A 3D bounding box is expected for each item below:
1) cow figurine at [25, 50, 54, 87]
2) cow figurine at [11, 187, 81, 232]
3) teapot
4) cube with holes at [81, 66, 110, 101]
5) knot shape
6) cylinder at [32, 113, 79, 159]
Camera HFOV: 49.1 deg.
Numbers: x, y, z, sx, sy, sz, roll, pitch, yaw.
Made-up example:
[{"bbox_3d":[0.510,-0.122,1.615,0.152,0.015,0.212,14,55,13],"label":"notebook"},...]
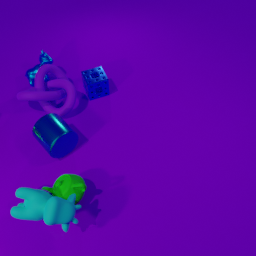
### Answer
[{"bbox_3d":[-3.070,-2.068,9.676,1.103,1.086,0.606,-20,12,-8],"label":"cow figurine"},{"bbox_3d":[-1.871,1.832,6.513,1.506,1.530,0.840,13,77,-8],"label":"cow figurine"},{"bbox_3d":[-1.567,1.531,7.026,1.381,0.676,0.859,-14,49,33],"label":"teapot"},{"bbox_3d":[-1.097,-1.507,9.464,0.722,0.722,0.722,-18,54,-14],"label":"cube with holes"},{"bbox_3d":[-2.418,-1.123,9.007,1.778,0.878,1.900,35,57,18],"label":"knot shape"},{"bbox_3d":[-2.063,0.218,7.978,0.952,0.952,0.952,-35,60,-24],"label":"cylinder"}]
